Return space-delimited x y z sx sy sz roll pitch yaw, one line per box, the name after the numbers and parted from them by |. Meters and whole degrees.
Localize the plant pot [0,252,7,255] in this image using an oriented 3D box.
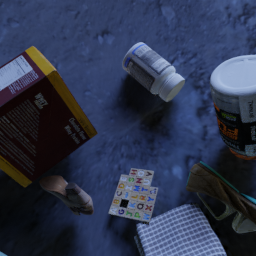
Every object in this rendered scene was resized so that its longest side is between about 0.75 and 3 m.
-3.405 3.351 5.424 2.645 2.700 2.700 28 69 -5 | plant pot

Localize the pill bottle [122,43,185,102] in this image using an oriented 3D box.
0.770 -1.650 8.377 1.003 1.003 1.763 -42 74 -16 | pill bottle

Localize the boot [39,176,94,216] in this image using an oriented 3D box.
-1.478 1.710 6.868 1.382 1.010 0.485 5 40 36 | boot

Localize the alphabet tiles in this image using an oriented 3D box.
0.200 1.670 7.212 1.121 0.051 1.342 3 56 25 | alphabet tiles

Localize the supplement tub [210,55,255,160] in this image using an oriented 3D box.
2.962 -0.399 6.932 1.512 2.468 1.512 -16 42 14 | supplement tub

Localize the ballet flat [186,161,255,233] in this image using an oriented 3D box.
2.594 1.917 6.845 2.748 0.932 0.994 33 93 0 | ballet flat

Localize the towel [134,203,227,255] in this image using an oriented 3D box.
1.134 2.671 6.464 1.782 0.762 1.475 -19 44 -6 | towel

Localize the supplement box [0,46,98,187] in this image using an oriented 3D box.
-2.395 -0.245 6.809 2.287 2.256 1.519 -37 47 -9 | supplement box
